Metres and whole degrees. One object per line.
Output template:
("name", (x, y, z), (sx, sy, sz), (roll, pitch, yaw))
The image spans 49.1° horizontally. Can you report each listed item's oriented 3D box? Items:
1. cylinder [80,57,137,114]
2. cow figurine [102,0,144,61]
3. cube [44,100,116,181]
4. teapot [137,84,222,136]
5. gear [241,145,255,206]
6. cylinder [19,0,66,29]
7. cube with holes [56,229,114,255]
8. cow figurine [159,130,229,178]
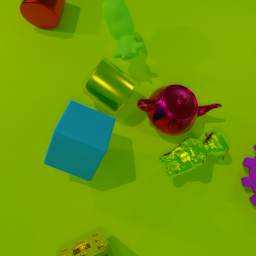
("cylinder", (-0.472, -1.021, 6.818), (1.001, 1.001, 1.001), (35, 74, -13))
("cow figurine", (-0.154, -2.459, 7.003), (0.813, 1.481, 1.457), (-19, 38, 8))
("cube", (-1.044, 0.280, 6.167), (1.101, 1.101, 1.101), (23, 38, -8))
("teapot", (1.191, -0.496, 6.728), (2.063, 1.010, 1.282), (3, 70, -14))
("gear", (3.611, 1.115, 6.332), (1.919, 0.355, 1.919), (-2, 81, 14))
("cylinder", (-2.304, -3.508, 7.743), (1.082, 1.082, 1.082), (9, 72, 3))
("cube with holes", (-0.712, 2.739, 5.332), (0.987, 0.987, 0.987), (-21, 93, -15))
("cow figurine", (1.584, 0.609, 6.572), (1.483, 1.459, 0.814), (-34, 71, 26))
